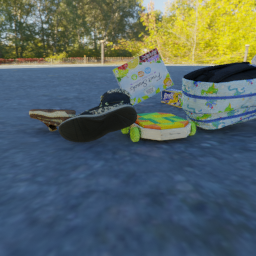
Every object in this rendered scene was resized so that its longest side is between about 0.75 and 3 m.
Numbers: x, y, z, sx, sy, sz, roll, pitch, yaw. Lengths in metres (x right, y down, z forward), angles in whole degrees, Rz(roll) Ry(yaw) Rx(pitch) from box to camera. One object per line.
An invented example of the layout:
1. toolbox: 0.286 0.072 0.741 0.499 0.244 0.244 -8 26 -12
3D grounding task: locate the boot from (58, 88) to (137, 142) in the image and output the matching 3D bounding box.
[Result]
1. boot: -0.660 -0.330 6.444 1.726 0.623 1.303 -15 27 5

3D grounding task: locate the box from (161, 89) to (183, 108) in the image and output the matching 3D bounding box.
1. box: 1.847 -1.133 10.533 0.491 0.535 1.526 -8 17 -25

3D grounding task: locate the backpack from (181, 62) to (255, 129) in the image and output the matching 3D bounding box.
1. backpack: 2.521 -0.914 7.251 2.449 1.883 1.998 0 20 -37

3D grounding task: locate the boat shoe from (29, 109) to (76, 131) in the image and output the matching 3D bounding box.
1. boat shoe: -1.949 -0.192 7.016 1.505 0.557 0.556 4 5 37

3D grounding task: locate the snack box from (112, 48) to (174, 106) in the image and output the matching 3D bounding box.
1. snack box: 0.466 -1.576 8.805 1.533 1.293 0.519 -26 9 -1

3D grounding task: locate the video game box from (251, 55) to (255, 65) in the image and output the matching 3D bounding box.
1. video game box: 5.690 -1.460 8.927 2.708 0.634 2.467 -5 55 -17

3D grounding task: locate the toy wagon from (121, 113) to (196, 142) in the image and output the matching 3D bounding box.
1. toy wagon: 0.624 -0.095 6.980 1.561 0.398 2.012 -5 16 -20
